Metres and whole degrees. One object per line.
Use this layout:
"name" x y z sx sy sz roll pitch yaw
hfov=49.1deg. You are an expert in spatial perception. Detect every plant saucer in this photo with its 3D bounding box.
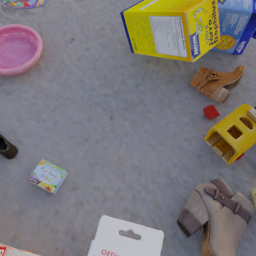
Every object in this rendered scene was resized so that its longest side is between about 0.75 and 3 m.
"plant saucer" -4.234 -2.800 10.295 2.250 0.570 2.250 0 64 1

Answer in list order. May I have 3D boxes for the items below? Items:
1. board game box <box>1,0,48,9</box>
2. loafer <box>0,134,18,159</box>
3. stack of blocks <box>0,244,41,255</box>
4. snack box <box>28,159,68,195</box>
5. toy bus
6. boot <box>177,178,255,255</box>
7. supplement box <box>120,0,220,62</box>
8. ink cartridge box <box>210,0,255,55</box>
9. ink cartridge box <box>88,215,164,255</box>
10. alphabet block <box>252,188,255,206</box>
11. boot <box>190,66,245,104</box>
"board game box" -4.313 -6.281 12.073 2.112 0.521 2.673 11 64 6
"loafer" -4.134 0.361 8.697 1.616 0.576 0.590 26 66 12
"stack of blocks" -3.092 3.235 6.645 2.887 1.662 0.846 13 64 6
"snack box" -2.362 1.438 8.313 0.877 0.297 0.739 25 67 11
"toy bus" 3.597 -0.071 8.522 2.343 1.283 2.483 6 64 3
"boot" 2.652 2.693 7.393 1.970 0.946 2.694 -31 75 -23
"supplement box" 1.345 -3.312 9.130 1.528 1.519 2.791 -39 40 -25
"ink cartridge box" 3.469 -3.774 9.996 2.855 1.948 1.090 10 63 5
"ink cartridge box" -0.264 3.837 6.704 1.751 1.007 2.990 14 64 7
"alphabet block" 4.144 2.013 7.614 1.009 1.033 1.015 -2 64 -2
"boot" 3.148 -1.787 9.804 1.376 0.680 1.772 34 77 18
